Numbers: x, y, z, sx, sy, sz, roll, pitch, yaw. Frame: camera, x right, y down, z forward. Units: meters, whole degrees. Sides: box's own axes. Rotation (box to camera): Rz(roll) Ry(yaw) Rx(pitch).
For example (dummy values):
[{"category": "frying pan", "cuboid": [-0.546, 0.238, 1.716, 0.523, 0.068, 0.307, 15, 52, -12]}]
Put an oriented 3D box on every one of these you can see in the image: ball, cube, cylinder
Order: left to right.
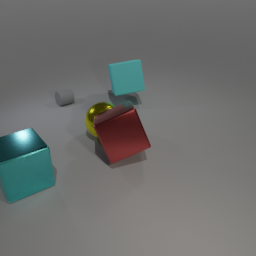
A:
[{"category": "cube", "cuboid": [-3.143, 1.048, 8.238, 1.400, 1.400, 1.400, -20, 35, -31]}, {"category": "cylinder", "cuboid": [-3.037, -1.486, 13.420, 0.700, 0.700, 0.700, -20, 35, -36]}, {"category": "ball", "cuboid": [-0.930, -0.289, 10.589, 1.400, 1.400, 1.400, 0, 29, 0]}, {"category": "cube", "cuboid": [-0.231, 0.093, 9.285, 1.400, 1.400, 1.400, -23, 18, 0]}, {"category": "cube", "cuboid": [-0.098, -2.386, 13.146, 1.400, 1.400, 1.400, -11, 14, -5]}]
